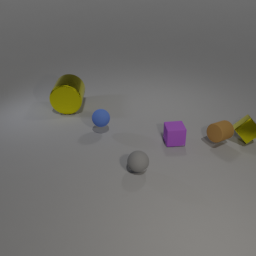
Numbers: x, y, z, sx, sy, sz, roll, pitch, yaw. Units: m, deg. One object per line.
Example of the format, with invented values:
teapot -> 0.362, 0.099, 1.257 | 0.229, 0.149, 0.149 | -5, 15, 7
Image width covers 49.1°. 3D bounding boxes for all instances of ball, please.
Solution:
ball -> 0.326, 1.068, 8.945 | 0.700, 0.700, 0.700 | 0, 31, 0
ball -> -1.046, -0.388, 10.836 | 0.700, 0.700, 0.700 | 0, 31, 0

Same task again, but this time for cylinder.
cylinder -> 3.346, 0.120, 10.161 | 0.700, 0.700, 0.700 | -14, 33, -35
cylinder -> -2.704, -1.540, 12.656 | 1.400, 1.400, 1.400 | -1, 31, -1

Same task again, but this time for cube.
cube -> 1.732, 0.211, 10.424 | 0.700, 0.700, 0.700 | -4, 30, -3
cube -> 4.420, 0.028, 10.375 | 0.700, 0.700, 0.700 | 49, 21, -2
